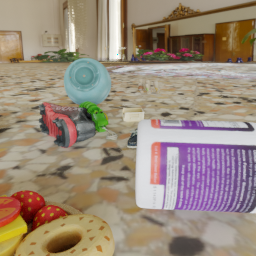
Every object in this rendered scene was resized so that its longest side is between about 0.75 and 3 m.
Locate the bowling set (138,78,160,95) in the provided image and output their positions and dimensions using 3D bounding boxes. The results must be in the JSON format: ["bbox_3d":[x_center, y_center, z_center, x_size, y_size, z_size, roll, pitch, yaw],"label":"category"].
[{"bbox_3d":[0.953,-2.216,15.992,1.067,0.823,1.534,-35,35,-31],"label":"bowling set"}]

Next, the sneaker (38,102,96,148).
[{"bbox_3d":[-1.874,-0.201,8.553,1.346,0.974,2.755,-11,22,-31],"label":"sneaker"}]

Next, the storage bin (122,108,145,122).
[{"bbox_3d":[0.186,-0.508,10.630,0.778,0.367,0.784,-1,17,-6],"label":"storage bin"}]

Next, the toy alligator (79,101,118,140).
[{"bbox_3d":[-1.112,-0.394,9.474,0.878,0.803,2.961,-9,19,-29],"label":"toy alligator"}]

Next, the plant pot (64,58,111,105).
[{"bbox_3d":[-1.570,-1.809,10.446,1.851,1.851,1.240,0,-5,-1],"label":"plant pot"}]

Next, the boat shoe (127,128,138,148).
[{"bbox_3d":[0.301,0.226,8.094,0.497,0.411,1.328,6,18,20],"label":"boat shoe"}]

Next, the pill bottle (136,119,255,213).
[{"bbox_3d":[1.517,0.643,4.772,2.737,1.525,1.525,2,17,4],"label":"pill bottle"}]

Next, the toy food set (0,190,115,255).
[{"bbox_3d":[-1.569,1.500,3.538,2.380,0.585,2.405,-13,22,-37],"label":"toy food set"}]
